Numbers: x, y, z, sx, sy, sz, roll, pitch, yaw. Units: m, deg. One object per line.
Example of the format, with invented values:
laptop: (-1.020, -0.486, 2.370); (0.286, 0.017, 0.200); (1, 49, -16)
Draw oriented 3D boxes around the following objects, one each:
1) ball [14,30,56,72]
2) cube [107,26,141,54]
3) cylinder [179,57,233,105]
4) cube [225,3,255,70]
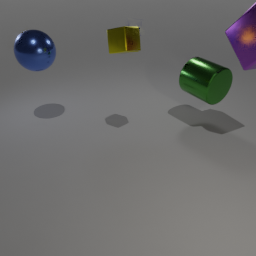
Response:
ball: (-3.207, -2.669, 9.697); (1.400, 1.400, 1.400); (0, 29, 0)
cube: (-0.115, -2.594, 8.306); (0.700, 0.700, 0.700); (7, 18, 40)
cylinder: (2.866, -1.763, 10.395); (1.400, 1.400, 1.400); (-19, 39, -30)
cube: (4.022, -2.685, 8.136); (1.400, 1.400, 1.400); (-13, 76, -29)
